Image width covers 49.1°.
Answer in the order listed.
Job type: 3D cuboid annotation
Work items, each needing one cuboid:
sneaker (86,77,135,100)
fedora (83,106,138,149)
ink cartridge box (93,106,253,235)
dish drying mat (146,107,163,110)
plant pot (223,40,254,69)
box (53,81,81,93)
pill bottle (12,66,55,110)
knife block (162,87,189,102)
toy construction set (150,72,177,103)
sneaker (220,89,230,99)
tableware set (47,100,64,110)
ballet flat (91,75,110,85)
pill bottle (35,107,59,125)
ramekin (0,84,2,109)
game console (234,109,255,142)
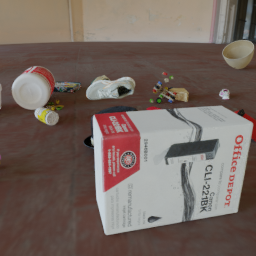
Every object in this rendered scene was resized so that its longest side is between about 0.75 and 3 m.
[{"bbox_3d":[-0.608,-1.287,9.622,1.761,0.667,0.810,-14,30,5],"label":"sneaker"},{"bbox_3d":[-0.376,-0.098,8.829,2.263,1.033,2.263,-11,14,3],"label":"fedora"},{"bbox_3d":[0.841,0.771,5.788,2.931,2.114,1.227,-5,23,-13],"label":"ink cartridge box"},{"bbox_3d":[1.373,-0.751,12.302,0.450,0.107,1.173,-19,29,-37],"label":"dish drying mat"},{"bbox_3d":[8.729,-5.551,21.957,2.262,1.519,2.262,-17,45,18],"label":"plant pot"},{"bbox_3d":[-3.716,-2.351,15.978,1.768,0.333,1.207,4,22,11],"label":"box"},{"bbox_3d":[-4.427,-2.071,13.542,1.630,1.630,2.904,-2,23,-6],"label":"pill bottle"},{"bbox_3d":[2.347,-1.743,14.325,1.228,0.447,1.398,-2,22,-3],"label":"knife block"},{"bbox_3d":[1.722,-2.000,13.798,1.244,1.491,1.146,5,16,-9],"label":"toy construction set"},{"bbox_3d":[5.035,-1.817,14.494,0.416,0.451,1.023,0,22,1],"label":"sneaker"},{"bbox_3d":[-3.382,-1.072,13.007,0.806,0.184,1.197,-3,22,-9],"label":"tableware set"},{"bbox_3d":[-1.547,-2.713,16.630,0.680,0.680,1.958,6,22,15],"label":"ballet flat"},{"bbox_3d":[-3.217,-0.482,11.024,0.561,0.561,0.982,-20,29,-41],"label":"pill bottle"},{"bbox_3d":[-6.623,-1.168,11.910,2.511,1.170,2.511,0,23,0],"label":"ramekin"},{"bbox_3d":[4.007,0.026,10.306,1.439,0.991,1.670,-23,5,37],"label":"game console"}]
